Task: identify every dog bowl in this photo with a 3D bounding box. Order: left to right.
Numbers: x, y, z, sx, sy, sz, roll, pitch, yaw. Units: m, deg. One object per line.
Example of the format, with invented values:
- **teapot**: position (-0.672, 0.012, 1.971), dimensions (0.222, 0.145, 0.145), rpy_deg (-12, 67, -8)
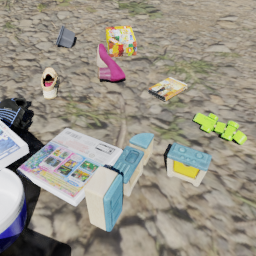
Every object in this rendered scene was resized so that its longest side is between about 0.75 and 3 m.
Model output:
- **dog bowl**: position (-3.801, 2.060, 6.920), dimensions (2.423, 0.954, 2.423), rpy_deg (3, 34, -2)

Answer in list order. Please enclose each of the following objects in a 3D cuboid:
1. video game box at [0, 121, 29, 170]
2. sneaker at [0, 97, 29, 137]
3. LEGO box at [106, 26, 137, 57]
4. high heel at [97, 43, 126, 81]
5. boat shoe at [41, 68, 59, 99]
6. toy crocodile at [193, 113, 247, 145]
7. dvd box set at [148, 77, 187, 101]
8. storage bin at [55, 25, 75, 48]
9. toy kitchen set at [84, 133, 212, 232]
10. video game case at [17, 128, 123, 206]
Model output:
- **video game box**: position (-3.989, 0.579, 7.737), dimensions (1.640, 0.421, 1.800), rpy_deg (32, 49, 26)
- **sneaker**: position (-3.898, -0.107, 9.334), dimensions (1.091, 0.982, 2.800), rpy_deg (-17, 47, -6)
- **LEGO box**: position (-0.350, -4.179, 13.463), dimensions (1.296, 0.672, 1.740), rpy_deg (-7, 46, -6)
- **high heel**: position (-0.760, -2.816, 11.978), dimensions (1.118, 0.784, 2.326), rpy_deg (1, 53, -10)
- **boat shoe**: position (-3.165, -1.968, 11.356), dimensions (0.688, 0.645, 1.865), rpy_deg (-9, 47, -9)
- **toy crocodile**: position (3.114, -0.005, 9.550), dimensions (1.872, 0.578, 0.632), rpy_deg (26, 87, 29)
- **dvd box set**: position (1.585, -1.577, 11.179), dimensions (1.312, 0.193, 0.960), rpy_deg (-31, 46, -29)
- **storage bin**: position (-3.049, -4.363, 13.686), dimensions (0.732, 0.793, 1.089), rpy_deg (20, 42, -20)
- **toy kitchen set**: position (0.688, 1.369, 7.387), dimensions (2.368, 1.741, 2.956), rpy_deg (19, 50, 18)
- **video game case**: position (-1.681, 0.991, 8.198), dimensions (2.339, 0.277, 2.129), rpy_deg (19, 47, 30)
